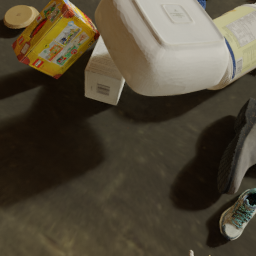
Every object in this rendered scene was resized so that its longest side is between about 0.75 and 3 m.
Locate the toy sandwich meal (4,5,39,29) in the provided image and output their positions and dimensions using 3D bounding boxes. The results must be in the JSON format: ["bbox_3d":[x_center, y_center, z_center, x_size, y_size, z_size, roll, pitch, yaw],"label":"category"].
[{"bbox_3d":[-3.533,-3.634,9.325,1.172,0.401,1.172,-1,63,3],"label":"toy sandwich meal"}]

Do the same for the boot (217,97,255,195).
[{"bbox_3d":[3.368,0.620,6.679,1.825,0.968,2.773,26,69,8],"label":"boot"}]

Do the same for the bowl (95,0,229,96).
[{"bbox_3d":[0.762,-1.908,5.554,2.446,0.913,2.442,-13,64,-29],"label":"bowl"}]

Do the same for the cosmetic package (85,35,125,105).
[{"bbox_3d":[-0.378,-1.996,7.852,1.000,1.268,2.357,16,61,0],"label":"cosmetic package"}]

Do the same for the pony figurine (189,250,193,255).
[{"bbox_3d":[0.928,3.675,4.612,2.475,2.061,2.389,-34,56,-1],"label":"pony figurine"}]

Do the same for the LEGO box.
[{"bbox_3d":[-1.913,-2.385,7.588,1.885,1.404,0.728,-40,64,16],"label":"LEGO box"}]

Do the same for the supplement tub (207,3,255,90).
[{"bbox_3d":[2.943,-2.316,7.784,2.418,1.753,1.753,-31,65,-16],"label":"supplement tub"}]

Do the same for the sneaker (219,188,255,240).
[{"bbox_3d":[2.500,1.830,6.162,0.527,0.586,1.358,36,67,18],"label":"sneaker"}]

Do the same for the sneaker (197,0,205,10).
[{"bbox_3d":[1.376,-3.841,9.107,2.745,0.963,1.069,-30,29,-33],"label":"sneaker"}]
